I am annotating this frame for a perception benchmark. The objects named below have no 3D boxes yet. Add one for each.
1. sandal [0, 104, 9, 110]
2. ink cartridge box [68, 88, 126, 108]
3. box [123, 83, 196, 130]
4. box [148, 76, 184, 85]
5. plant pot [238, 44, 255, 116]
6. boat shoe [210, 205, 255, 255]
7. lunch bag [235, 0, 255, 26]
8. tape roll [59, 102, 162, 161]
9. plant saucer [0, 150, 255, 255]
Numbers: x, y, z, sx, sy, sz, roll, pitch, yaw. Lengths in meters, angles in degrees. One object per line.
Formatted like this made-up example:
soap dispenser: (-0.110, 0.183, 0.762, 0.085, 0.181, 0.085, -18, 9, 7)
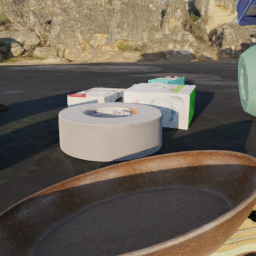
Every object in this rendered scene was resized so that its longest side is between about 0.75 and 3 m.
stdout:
sandal: (-4.561, -0.668, 9.226, 1.152, 0.314, 0.471, 7, 16, -34)
ink cartridge box: (-0.904, -0.807, 8.849, 1.256, 0.709, 1.711, 5, 17, 21)
box: (0.981, -0.740, 8.134, 1.773, 0.971, 2.009, 5, 16, 16)
box: (1.965, -2.185, 13.998, 0.995, 0.595, 2.419, 9, 18, 28)
plant pot: (4.271, -1.376, 7.754, 2.111, 2.630, 2.630, -5, 14, 14)
boat shoe: (1.068, 0.942, 2.857, 1.557, 0.593, 0.558, -1, 16, -5)
lunch bag: (3.005, -2.670, 5.017, 2.101, 1.390, 1.427, -6, -7, 4)
tape roll: (-0.363, -0.013, 6.033, 2.188, 0.723, 2.188, -1, 16, 0)
plant saucer: (-0.009, 0.777, 2.706, 2.572, 0.470, 2.572, -15, 4, 1)
